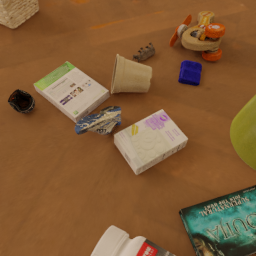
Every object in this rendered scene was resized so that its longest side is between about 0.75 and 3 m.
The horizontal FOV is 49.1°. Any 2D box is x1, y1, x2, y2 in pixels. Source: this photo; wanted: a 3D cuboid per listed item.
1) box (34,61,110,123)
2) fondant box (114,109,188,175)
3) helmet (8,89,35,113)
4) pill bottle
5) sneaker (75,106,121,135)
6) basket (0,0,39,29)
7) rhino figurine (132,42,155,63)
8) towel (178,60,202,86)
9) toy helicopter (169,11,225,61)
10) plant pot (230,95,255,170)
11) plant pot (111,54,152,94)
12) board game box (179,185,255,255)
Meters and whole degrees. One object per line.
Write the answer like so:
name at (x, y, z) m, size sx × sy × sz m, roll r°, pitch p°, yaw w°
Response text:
box at (-1.906, -1.266, 9.491) m, size 2.133 × 0.388 × 1.539 m, roll 38°, pitch 64°, yaw 21°
fondant box at (0.652, 0.379, 8.283) m, size 1.781 × 0.519 × 1.285 m, roll -27°, pitch 62°, yaw -18°
helmet at (-3.367, -0.821, 8.970) m, size 0.763 × 0.728 × 0.763 m, roll -26°, pitch 43°, yaw 28°
pill bottle at (0.478, 3.226, 5.782) m, size 2.601 × 1.481 × 1.481 m, roll 26°, pitch 60°, yaw 16°
sneaker at (-0.779, -0.077, 8.268) m, size 0.664 × 0.734 × 1.723 m, roll 7°, pitch 26°, yaw 45°
basket at (-5.356, -5.653, 11.592) m, size 2.848 × 1.757 × 1.930 m, roll 27°, pitch 60°, yaw 16°
rhino figurine at (0.589, -2.787, 10.522) m, size 1.057 × 0.316 × 0.462 m, roll -34°, pitch 85°, yaw -19°
towel at (2.241, -1.999, 10.042) m, size 0.770 × 0.258 × 1.042 m, roll 11°, pitch 57°, yaw 8°
toy helicopter at (2.786, -3.856, 11.001) m, size 1.966 × 1.173 × 2.973 m, roll 8°, pitch 45°, yaw 16°
plant pot at (4.460, -0.414, 7.438) m, size 2.635 × 2.817 × 2.635 m, roll 0°, pitch 56°, yaw 0°
plant pot at (0.129, -1.698, 9.343) m, size 1.207 × 1.319 × 1.319 m, roll 8°, pitch 56°, yaw -7°
board game box at (2.603, 2.455, 7.019) m, size 2.234 × 0.315 × 1.511 m, roll -15°, pitch 58°, yaw -10°
